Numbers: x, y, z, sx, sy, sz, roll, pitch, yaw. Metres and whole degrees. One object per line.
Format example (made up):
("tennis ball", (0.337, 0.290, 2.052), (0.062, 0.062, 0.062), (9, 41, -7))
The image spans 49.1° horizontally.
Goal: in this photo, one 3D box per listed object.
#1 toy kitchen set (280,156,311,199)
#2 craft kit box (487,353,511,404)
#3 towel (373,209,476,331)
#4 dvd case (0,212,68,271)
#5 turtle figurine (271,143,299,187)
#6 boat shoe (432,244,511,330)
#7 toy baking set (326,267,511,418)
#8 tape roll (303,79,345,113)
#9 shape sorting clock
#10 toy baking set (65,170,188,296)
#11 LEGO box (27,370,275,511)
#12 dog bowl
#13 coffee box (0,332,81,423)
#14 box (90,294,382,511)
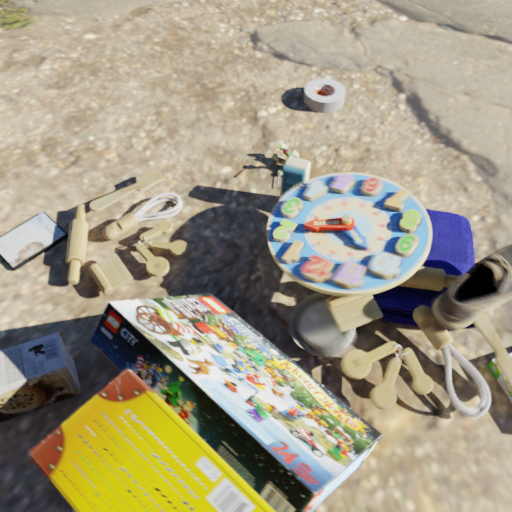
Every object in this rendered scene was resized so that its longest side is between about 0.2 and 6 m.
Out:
("toy kitchen set", (1.319, -0.952, 11.691), (2.002, 1.179, 1.604), (17, 47, 13))
("craft kit box", (5.086, 2.278, 9.832), (1.432, 0.347, 1.414), (-16, 56, -12))
("towel", (3.367, 0.213, 11.279), (1.996, 0.670, 2.704), (10, 54, 3))
("dvd case", (-4.844, -0.332, 11.988), (0.953, 0.117, 1.335), (38, 61, 26))
("turtle figurine", (0.674, -2.232, 13.134), (0.930, 0.669, 0.901), (-25, 52, -22))
("boat shoe", (4.117, 0.448, 9.760), (2.308, 0.846, 0.860), (-36, 69, -19))
("toy baking set", (3.010, 1.422, 9.974), (3.577, 0.416, 2.745), (4, 66, 1))
("tape roll", (1.807, -4.268, 14.914), (1.071, 0.354, 1.071), (0, 51, -1))
("shape sorting clock", (1.714, -0.529, 10.522), (3.055, 0.599, 3.055), (-5, 54, 6))
("toy baking set", (-2.780, -0.529, 12.030), (2.515, 0.381, 3.277), (-7, 52, -9))
("LEGO box", (-0.678, 3.735, 6.996), (3.976, 2.961, 1.534), (36, 61, 25))
("dog bowl", (1.258, 1.290, 10.355), (1.246, 0.365, 1.246), (-11, 53, 15))
("coffee box", (-4.086, 2.141, 9.451), (1.895, 1.071, 0.756), (-18, 54, -13))
("box", (-0.244, 2.050, 8.660), (3.989, 0.752, 2.724), (36, 17, 25))
